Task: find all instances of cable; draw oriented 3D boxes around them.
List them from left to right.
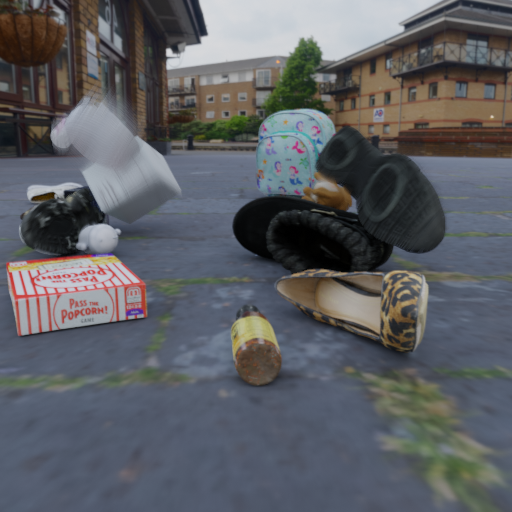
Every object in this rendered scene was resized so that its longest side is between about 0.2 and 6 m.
[{"bbox_3d":[-2.162,-1.627,7.875,1.073,0.371,1.073,39,-26,-22],"label":"cable"}]

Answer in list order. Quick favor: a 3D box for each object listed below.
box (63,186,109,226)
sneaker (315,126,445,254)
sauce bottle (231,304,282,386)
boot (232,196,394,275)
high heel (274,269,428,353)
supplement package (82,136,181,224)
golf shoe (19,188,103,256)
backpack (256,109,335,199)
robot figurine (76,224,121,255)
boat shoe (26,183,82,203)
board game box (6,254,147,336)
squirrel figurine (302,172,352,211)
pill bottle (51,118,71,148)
[{"bbox_3d":[-3.832,-1.052,12.744,0.621,1.007,0.999,2,13,9],"label":"box"},{"bbox_3d":[2.141,-1.001,8.814,1.399,1.171,3.083,27,23,-33],"label":"sneaker"},{"bbox_3d":[-0.032,0.848,5.739,0.466,0.466,1.411,-1,10,-4],"label":"sauce bottle"},{"bbox_3d":[0.556,-0.290,8.879,3.039,1.143,2.272,7,12,27],"label":"boot"},{"bbox_3d":[0.926,0.499,6.082,1.668,0.836,2.341,8,-2,8],"label":"high heel"},{"bbox_3d":[-2.714,-1.635,12.394,1.456,1.071,1.392,-31,-14,7],"label":"supplement package"},{"bbox_3d":[-4.029,-0.504,10.871,1.335,1.099,2.826,-19,11,8],"label":"golf shoe"},{"bbox_3d":[1.277,-3.279,18.202,2.589,2.917,2.196,8,15,29],"label":"backpack"},{"bbox_3d":[-2.894,-0.293,10.270,0.819,0.545,0.966,-32,18,-35],"label":"robot figurine"},{"bbox_3d":[-6.284,-1.901,17.698,1.765,0.626,0.616,-3,40,-27],"label":"boat shoe"},{"bbox_3d":[-2.441,0.437,7.435,1.507,0.461,1.989,-6,14,-26],"label":"board game box"},{"bbox_3d":[1.577,-1.148,12.973,1.207,1.126,0.854,17,39,-13],"label":"squirrel figurine"},{"bbox_3d":[-3.771,-2.503,11.207,0.411,0.411,0.732,2,39,9],"label":"pill bottle"}]
